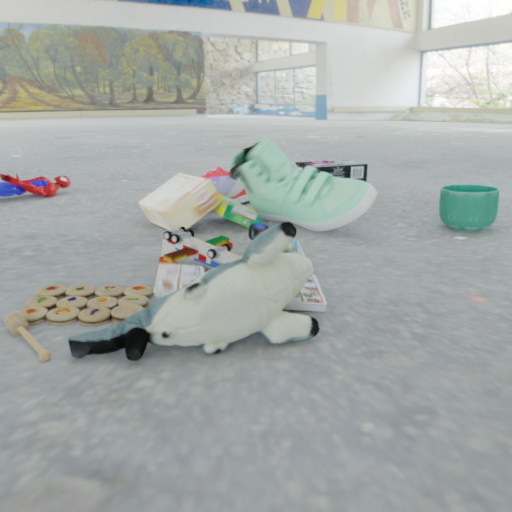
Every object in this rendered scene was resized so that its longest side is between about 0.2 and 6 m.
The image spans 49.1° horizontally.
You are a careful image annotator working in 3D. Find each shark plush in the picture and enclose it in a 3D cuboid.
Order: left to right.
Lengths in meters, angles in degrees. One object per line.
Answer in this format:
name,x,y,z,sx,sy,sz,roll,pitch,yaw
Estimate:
shark plush,-0.573,0.718,6.628,3.029,1.376,1.262,-30,16,-15

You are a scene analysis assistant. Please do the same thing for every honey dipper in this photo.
honey dipper,-2.621,0.934,6.441,0.218,0.218,1.148,-13,23,-37

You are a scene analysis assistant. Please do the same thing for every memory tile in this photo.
memory tile,-2.268,0.634,7.535,1.657,0.139,1.270,0,17,-1

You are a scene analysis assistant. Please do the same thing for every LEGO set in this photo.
LEGO set,-0.355,0.196,8.703,2.300,0.756,3.079,4,23,-8

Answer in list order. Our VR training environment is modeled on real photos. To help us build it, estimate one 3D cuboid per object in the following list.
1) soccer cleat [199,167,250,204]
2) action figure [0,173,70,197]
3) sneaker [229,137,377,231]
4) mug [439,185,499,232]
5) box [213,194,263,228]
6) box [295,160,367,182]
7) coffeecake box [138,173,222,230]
soccer cleat,-1.188,-1.619,13.387,0.943,1.012,2.766,16,23,42
action figure,-6.328,-1.784,14.554,3.018,0.780,0.987,-10,17,-37
sneaker,0.769,-1.509,11.175,3.080,1.817,1.133,5,53,42
mug,4.482,-0.979,11.554,1.375,0.850,1.130,-2,15,-5
box,-0.499,-0.982,11.937,0.871,0.359,1.484,22,6,-25
box,1.854,-1.848,14.056,1.608,1.063,0.923,-7,19,-23
coffeecake box,-1.597,-1.116,11.608,1.160,0.552,1.511,-40,30,-18
